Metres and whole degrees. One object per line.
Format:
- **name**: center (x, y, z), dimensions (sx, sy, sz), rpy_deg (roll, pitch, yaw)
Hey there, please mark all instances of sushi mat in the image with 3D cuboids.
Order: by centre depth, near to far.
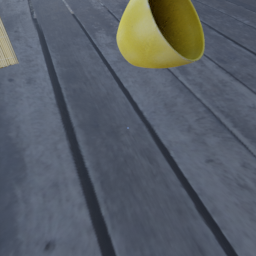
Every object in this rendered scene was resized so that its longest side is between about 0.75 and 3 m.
- **sushi mat**: center (-3.160, -2.217, 5.744), dimensions (1.044, 2.182, 0.132), rpy_deg (-17, 31, -8)

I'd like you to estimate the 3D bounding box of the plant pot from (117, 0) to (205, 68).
- **plant pot**: center (0.524, -1.977, 5.821), dimensions (1.305, 1.839, 1.839), rpy_deg (-20, 22, 42)
